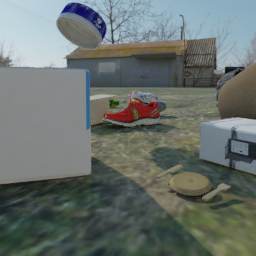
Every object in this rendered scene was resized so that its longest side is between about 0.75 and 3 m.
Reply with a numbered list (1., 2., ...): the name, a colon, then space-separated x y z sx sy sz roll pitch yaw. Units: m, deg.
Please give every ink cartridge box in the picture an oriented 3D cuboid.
1. ink cartridge box: -1.962 -0.290 5.838 1.847 1.896 2.950 -3 12 -18
2. ink cartridge box: 2.576 0.336 5.508 1.390 0.798 1.914 -7 13 -35

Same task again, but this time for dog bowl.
1. dog bowl: -1.617 -3.540 9.849 1.685 0.664 1.685 21 -16 6

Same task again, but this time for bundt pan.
1. bundt pan: 3.708 -0.995 9.790 0.784 2.088 2.088 -6 3 44

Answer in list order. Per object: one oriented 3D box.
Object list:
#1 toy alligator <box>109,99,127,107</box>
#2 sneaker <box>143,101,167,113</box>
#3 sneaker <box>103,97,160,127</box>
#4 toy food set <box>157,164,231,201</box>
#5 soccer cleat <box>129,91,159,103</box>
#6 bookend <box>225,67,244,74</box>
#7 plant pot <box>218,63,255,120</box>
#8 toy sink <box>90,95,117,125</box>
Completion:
1. toy alligator: -0.861 -1.394 16.251 1.613 0.478 0.438 -4 -30 -20
2. sneaker: 0.886 -0.899 12.457 1.745 0.730 1.054 -7 5 4
3. sneaker: 0.122 -0.598 10.116 2.352 0.999 0.906 -7 12 -32
4. toy food set: 0.977 0.892 4.323 0.681 0.198 0.986 -17 24 -36
5. soccer cleat: 0.939 -1.675 16.303 1.222 0.985 2.869 0 5 23
6. bookend: 5.381 -1.694 12.724 1.035 2.248 2.234 -2 10 -12
7. plant pot: 3.778 -0.701 7.076 2.842 2.842 2.479 -7 -5 -34
8. toy sink: -1.345 -0.671 10.639 1.747 0.979 1.139 -16 19 -42
